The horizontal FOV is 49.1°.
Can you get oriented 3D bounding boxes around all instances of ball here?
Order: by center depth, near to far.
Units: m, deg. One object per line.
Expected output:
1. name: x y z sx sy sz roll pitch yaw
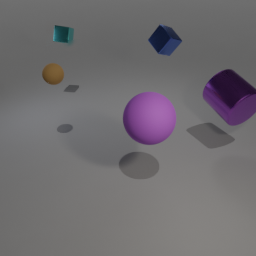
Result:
1. ball: 0.564 -0.252 7.388 1.400 1.400 1.400 0 30 0
2. ball: -2.450 -1.766 9.168 0.700 0.700 0.700 0 30 0

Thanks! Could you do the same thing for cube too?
1. cube: 1.259 -2.975 9.531 0.700 0.700 0.700 -7 58 -48
2. cube: -2.917 -4.237 12.741 0.700 0.700 0.700 10 16 4

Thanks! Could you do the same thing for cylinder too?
1. cylinder: 3.494 -1.030 9.448 1.400 1.400 1.400 -14 49 -23
